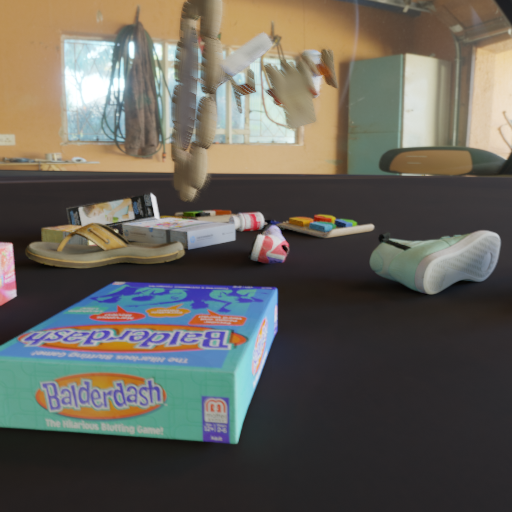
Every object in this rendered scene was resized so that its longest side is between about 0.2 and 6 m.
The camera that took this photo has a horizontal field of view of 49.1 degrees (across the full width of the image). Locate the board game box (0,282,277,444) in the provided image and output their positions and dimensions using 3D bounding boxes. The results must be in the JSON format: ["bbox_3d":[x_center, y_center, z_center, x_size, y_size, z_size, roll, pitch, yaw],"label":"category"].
[{"bbox_3d":[-0.935,0.836,5.402,2.029,0.600,2.668,1,11,8],"label":"board game box"}]

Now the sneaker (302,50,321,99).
[{"bbox_3d":[1.520,-4.759,14.569,0.567,1.564,0.562,0,-28,-3],"label":"sneaker"}]

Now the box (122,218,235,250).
[{"bbox_3d":[-1.833,-0.560,13.273,2.140,0.440,1.668,7,12,37],"label":"box"}]

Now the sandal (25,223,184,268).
[{"bbox_3d":[-2.840,-0.260,10.713,2.902,0.784,1.166,-2,11,-9],"label":"sandal"}]

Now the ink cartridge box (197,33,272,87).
[{"bbox_3d":[-0.373,-3.300,9.671,1.332,0.292,1.345,-34,15,7],"label":"ink cartridge box"}]

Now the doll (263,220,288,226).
[{"bbox_3d":[0.417,-0.898,15.636,0.904,0.219,0.617,7,12,33],"label":"doll"}]

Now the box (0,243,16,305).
[{"bbox_3d":[-3.907,0.344,7.400,0.774,0.839,1.636,0,10,0],"label":"box"}]

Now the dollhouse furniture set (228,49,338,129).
[{"bbox_3d":[0.388,-2.080,7.093,1.329,0.684,1.314,-15,22,0],"label":"dollhouse furniture set"}]

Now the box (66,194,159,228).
[{"bbox_3d":[-3.541,-1.050,14.043,2.058,0.619,1.200,-10,2,-6],"label":"box"}]

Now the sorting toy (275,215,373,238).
[{"bbox_3d":[1.789,-0.821,14.824,1.857,0.366,2.006,-10,14,-41],"label":"sorting toy"}]

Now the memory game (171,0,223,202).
[{"bbox_3d":[-1.113,-2.947,9.888,0.257,4.040,4.040,2,10,-17],"label":"memory game"}]

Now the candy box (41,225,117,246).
[{"bbox_3d":[-3.936,-0.410,12.489,1.503,0.416,0.868,5,11,30],"label":"candy box"}]

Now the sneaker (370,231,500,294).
[{"bbox_3d":[2.950,-0.064,9.276,2.345,0.863,1.383,-11,21,-36],"label":"sneaker"}]

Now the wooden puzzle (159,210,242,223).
[{"bbox_3d":[-1.517,-1.244,17.235,2.676,0.313,1.805,-9,14,-41],"label":"wooden puzzle"}]

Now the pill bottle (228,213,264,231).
[{"bbox_3d":[-0.272,-0.901,14.945,0.858,0.481,0.481,-6,12,-29],"label":"pill bottle"}]

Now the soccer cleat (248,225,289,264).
[{"bbox_3d":[0.351,-0.193,11.164,0.680,0.634,1.858,18,13,7],"label":"soccer cleat"}]
